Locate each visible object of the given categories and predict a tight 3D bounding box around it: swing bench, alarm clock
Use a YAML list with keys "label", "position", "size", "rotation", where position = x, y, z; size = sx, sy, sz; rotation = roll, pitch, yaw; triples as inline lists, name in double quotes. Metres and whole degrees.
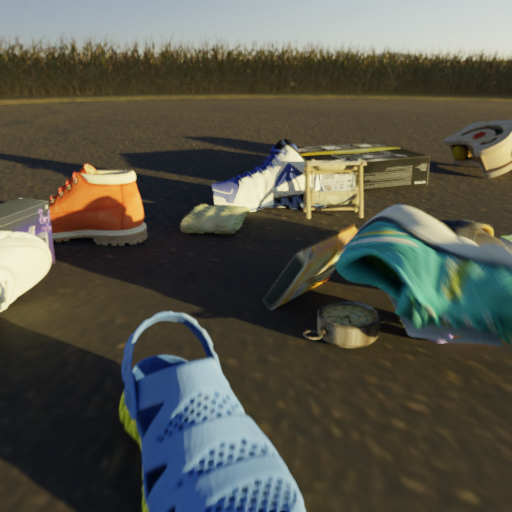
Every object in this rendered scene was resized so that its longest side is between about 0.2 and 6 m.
- label: "swing bench"
  position: [1.749, -1.558, 12.713]
  size: [1.301, 1.308, 0.849]
  rotation: [0, 16, -1]
- label: "alarm clock"
  position: [1.111, 0.934, 7.356]
  size: [1.205, 0.401, 0.813]
  rotation: [-10, 23, -32]

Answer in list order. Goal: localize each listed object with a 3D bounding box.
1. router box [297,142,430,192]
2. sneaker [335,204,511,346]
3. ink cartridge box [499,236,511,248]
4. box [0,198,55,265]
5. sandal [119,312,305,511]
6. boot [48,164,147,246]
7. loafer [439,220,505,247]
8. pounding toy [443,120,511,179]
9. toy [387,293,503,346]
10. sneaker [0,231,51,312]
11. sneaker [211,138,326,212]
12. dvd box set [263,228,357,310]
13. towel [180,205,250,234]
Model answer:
- label: "router box"
  position: [2.733, -2.555, 16.043]
  size: [3.406, 0.890, 2.678]
  rotation: [-7, 22, -19]
- label: "sneaker"
  position: [2.322, 0.506, 6.697]
  size: [1.256, 1.222, 3.154]
  rotation: [-35, 43, -25]
- label: "ink cartridge box"
  position: [5.126, -0.168, 10.409]
  size: [1.015, 0.342, 0.595]
  rotation: [-5, 21, -13]
- label: "box"
  position: [-4.158, -0.180, 9.227]
  size: [0.664, 1.188, 1.683]
  rotation: [6, 22, 18]
- label: "sandal"
  position: [-0.558, 1.433, 4.826]
  size: [1.153, 1.263, 2.902]
  rotation: [-9, 24, -29]
- label: "boot"
  position: [-3.663, -1.073, 11.189]
  size: [2.896, 1.553, 1.086]
  rotation: [0, 22, 5]
- label: "loafer"
  position: [3.506, -0.083, 9.043]
  size: [0.979, 0.986, 2.708]
  rotation: [-10, 18, 16]
- label: "pounding toy"
  position: [7.354, -2.919, 17.174]
  size: [1.883, 1.889, 3.293]
  rotation: [-37, 22, -14]
- label: "toy"
  position: [2.335, 0.766, 7.621]
  size: [1.165, 0.478, 2.024]
  rotation: [6, 26, -3]
- label: "sneaker"
  position: [-3.875, 0.666, 7.257]
  size: [1.353, 1.254, 3.338]
  rotation: [22, 31, 21]
- label: "sneaker"
  position: [0.328, -1.974, 13.427]
  size: [2.831, 1.635, 1.144]
  rotation: [-3, 19, -7]
- label: "dvd box set"
  position: [0.872, 0.182, 8.478]
  size: [1.521, 1.113, 0.224]
  rotation: [-22, 64, -46]
- label: "towel"
  position: [-0.887, -0.833, 12.182]
  size: [1.290, 0.317, 1.738]
  rotation: [1, 19, 10]
